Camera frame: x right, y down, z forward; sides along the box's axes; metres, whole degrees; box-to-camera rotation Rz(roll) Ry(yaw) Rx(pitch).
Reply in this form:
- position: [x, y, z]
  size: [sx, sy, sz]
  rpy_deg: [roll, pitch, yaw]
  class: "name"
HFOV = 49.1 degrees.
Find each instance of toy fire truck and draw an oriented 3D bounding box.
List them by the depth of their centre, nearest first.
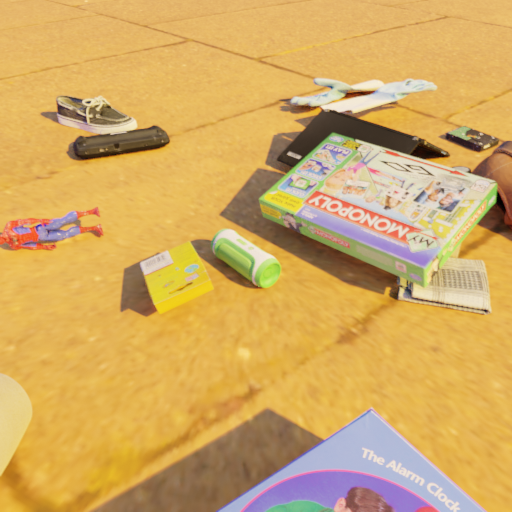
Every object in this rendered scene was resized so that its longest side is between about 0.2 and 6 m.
- position: [3.032, -0.780, 9.605]
  size: [1.444, 1.055, 1.640]
  rpy_deg: [2, 28, 12]
  class: "toy fire truck"

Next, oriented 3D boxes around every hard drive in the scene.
- position: [4.928, -2.670, 12.783]
  size: [0.680, 0.184, 0.974]
  rpy_deg: [-24, 42, -29]
  class: "hard drive"

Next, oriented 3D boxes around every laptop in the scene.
- position: [2.331, -2.114, 11.902]
  size: [2.433, 1.418, 2.745]
  rpy_deg: [30, 16, 34]
  class: "laptop"

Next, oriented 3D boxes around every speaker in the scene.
- position: [-0.173, 0.025, 8.717]
  size: [0.536, 0.536, 1.212]
  rpy_deg: [-26, 43, -32]
  class: "speaker"

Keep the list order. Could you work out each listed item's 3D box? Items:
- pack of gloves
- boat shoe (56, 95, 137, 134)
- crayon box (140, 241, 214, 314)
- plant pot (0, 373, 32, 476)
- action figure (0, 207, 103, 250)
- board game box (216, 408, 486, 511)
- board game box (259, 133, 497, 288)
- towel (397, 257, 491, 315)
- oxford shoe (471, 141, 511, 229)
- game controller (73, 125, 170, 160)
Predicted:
- position: [2.670, -4.296, 14.126]
  size: [3.266, 0.645, 2.744]
  rpy_deg: [-21, 26, -28]
  class: "pack of gloves"
- position: [-3.849, -3.446, 13.390]
  size: [2.153, 0.735, 0.795]
  rpy_deg: [17, 39, 23]
  class: "boat shoe"
- position: [-1.151, 0.335, 8.077]
  size: [0.857, 0.343, 1.350]
  rpy_deg: [-24, 29, -7]
  class: "crayon box"
- position: [-3.033, 1.879, 5.543]
  size: [1.469, 1.469, 1.569]
  rpy_deg: [12, 24, 17]
  class: "plant pot"
- position: [-3.453, -0.405, 9.216]
  size: [1.778, 0.582, 0.460]
  rpy_deg: [-12, 37, -17]
  class: "action figure"
- position: [1.234, 3.265, 3.827]
  size: [2.741, 0.913, 4.076]
  rpy_deg: [-23, 41, -28]
  class: "board game box"
- position: [1.888, -0.896, 9.087]
  size: [3.140, 0.457, 2.113]
  rpy_deg: [26, 58, 36]
  class: "board game box"
- position: [2.839, 0.337, 8.533]
  size: [1.340, 0.231, 1.291]
  rpy_deg: [8, 36, 12]
  class: "towel"
- position: [5.016, -0.693, 9.482]
  size: [1.234, 1.235, 3.462]
  rpy_deg: [-36, 41, -3]
  class: "oxford shoe"
- position: [-3.010, -2.555, 12.530]
  size: [2.087, 0.440, 1.089]
  rpy_deg: [-12, 23, -17]
  class: "game controller"
